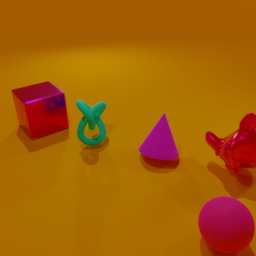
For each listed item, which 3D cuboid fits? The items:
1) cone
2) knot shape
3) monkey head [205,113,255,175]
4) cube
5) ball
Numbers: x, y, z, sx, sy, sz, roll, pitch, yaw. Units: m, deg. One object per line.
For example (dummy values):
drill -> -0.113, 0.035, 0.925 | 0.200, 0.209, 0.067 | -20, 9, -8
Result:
cone -> 0.841, 0.123, 7.025 | 1.035, 1.039, 1.035 | 6, 16, -2
knot shape -> -0.939, -0.269, 7.581 | 0.595, 1.287, 1.204 | -1, 28, 21
monkey head -> 2.572, 0.356, 6.520 | 1.125, 1.867, 1.343 | -37, 47, -4
cube -> -2.569, -0.554, 8.262 | 1.168, 1.168, 1.168 | -21, 37, -31
ball -> 1.698, 1.668, 4.870 | 0.931, 0.931, 0.931 | 0, 31, 0
